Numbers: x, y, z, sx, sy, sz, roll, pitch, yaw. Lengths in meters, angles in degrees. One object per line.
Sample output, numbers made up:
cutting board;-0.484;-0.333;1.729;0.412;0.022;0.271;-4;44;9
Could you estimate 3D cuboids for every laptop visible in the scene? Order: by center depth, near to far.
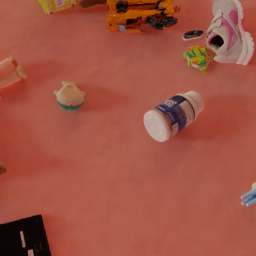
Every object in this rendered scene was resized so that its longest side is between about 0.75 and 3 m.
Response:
laptop;-3.158;3.567;6.876;2.349;1.213;2.082;-7;62;-32

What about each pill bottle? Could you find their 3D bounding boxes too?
pill bottle;1.403;-0.414;8.275;1.764;0.979;0.979;-31;67;-27

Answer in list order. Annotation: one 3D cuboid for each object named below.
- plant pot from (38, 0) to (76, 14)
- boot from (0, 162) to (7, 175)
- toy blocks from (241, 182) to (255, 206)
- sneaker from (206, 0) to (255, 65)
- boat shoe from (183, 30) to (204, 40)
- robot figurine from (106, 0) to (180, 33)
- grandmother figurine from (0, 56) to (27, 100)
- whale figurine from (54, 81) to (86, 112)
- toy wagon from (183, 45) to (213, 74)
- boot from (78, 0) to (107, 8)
plant pot;-2.773;-5.265;10.396;1.533;1.540;1.398;-24;86;-12
boot;-4.840;0.591;7.848;2.761;0.970;2.019;-12;66;-4
toy blocks;4.040;1.989;7.349;1.817;0.660;1.514;-21;65;-10
sneaker;3.317;-3.447;9.737;1.261;1.163;2.858;-6;64;-5
boat shoe;2.407;-3.451;10.225;0.841;0.285;0.302;-15;65;-7
robot figurine;0.561;-4.260;10.351;2.675;0.779;1.939;-1;64;0
grandmother figurine;-4.700;-1.400;8.980;2.613;0.791;1.585;-35;60;-18
whale figurine;-1.855;-1.008;8.922;1.006;0.656;1.264;-2;40;-17
toy wagon;2.488;-2.392;9.739;0.880;0.224;1.134;-15;65;-7
boot;-1.267;-5.428;11.038;1.565;0.570;1.216;-16;67;-2
